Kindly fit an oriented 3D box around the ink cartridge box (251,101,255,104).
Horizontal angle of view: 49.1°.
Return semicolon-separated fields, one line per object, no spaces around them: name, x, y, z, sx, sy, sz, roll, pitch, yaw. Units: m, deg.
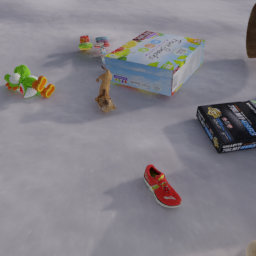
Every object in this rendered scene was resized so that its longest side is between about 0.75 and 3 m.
ink cartridge box;4.632;-0.358;6.750;2.131;0.702;2.929;9;23;-5

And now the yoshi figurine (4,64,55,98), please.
yoshi figurine;-3.211;-1.613;9.091;1.768;0.994;0.990;17;26;24

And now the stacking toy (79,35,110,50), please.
stacking toy;-1.420;-3.527;11.270;1.289;0.544;1.166;-5;10;5

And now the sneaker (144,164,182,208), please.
sneaker;0.684;1.189;5.841;0.435;0.479;1.129;-23;44;-26

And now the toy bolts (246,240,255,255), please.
toy bolts;2.864;1.814;4.383;1.728;1.650;1.198;-2;28;-33

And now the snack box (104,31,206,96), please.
snack box;1.034;-2.408;9.887;2.512;1.008;2.978;19;42;26

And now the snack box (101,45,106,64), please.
snack box;-0.966;-2.909;11.020;0.143;0.448;0.772;-6;38;-8

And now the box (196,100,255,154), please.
box;2.862;-0.089;7.458;1.604;0.402;1.616;-8;40;-6

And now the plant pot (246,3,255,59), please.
plant pot;5.574;-3.439;9.899;2.144;2.004;2.004;13;39;35

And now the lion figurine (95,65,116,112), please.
lion figurine;-0.680;-1.198;8.339;0.527;1.454;0.890;-3;4;-18
